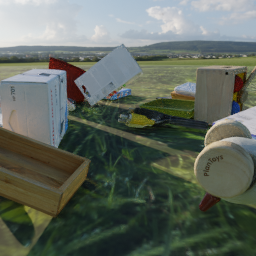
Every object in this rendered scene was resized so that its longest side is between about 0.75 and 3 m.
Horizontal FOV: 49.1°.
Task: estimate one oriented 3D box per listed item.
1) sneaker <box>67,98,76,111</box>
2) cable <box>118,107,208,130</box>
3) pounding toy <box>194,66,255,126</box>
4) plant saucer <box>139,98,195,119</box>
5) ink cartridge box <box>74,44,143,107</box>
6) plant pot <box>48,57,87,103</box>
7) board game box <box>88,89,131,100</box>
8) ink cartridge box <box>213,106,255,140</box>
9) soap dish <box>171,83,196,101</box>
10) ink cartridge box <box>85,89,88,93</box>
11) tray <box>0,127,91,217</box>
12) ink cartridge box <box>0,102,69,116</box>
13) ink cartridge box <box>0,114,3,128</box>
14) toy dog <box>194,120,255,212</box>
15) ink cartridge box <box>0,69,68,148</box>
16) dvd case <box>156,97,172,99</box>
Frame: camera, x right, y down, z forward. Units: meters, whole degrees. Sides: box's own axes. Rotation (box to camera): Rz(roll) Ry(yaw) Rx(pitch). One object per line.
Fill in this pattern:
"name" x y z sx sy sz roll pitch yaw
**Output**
"sneaker" -2.365 -1.056 11.669 0.471 0.443 1.149 -18 30 -27
"cable" 1.091 -0.146 8.999 2.751 0.692 1.336 13 -1 3
"pounding toy" 3.552 -1.343 9.683 1.675 2.169 2.356 11 19 34
"plant saucer" 1.706 -0.692 10.529 1.979 0.474 1.976 9 18 31
"ink cartridge box" -0.832 -2.236 12.219 2.684 1.462 0.676 -35 -5 8
"plant pot" -2.899 -2.104 13.115 1.794 2.035 2.033 8 11 -17
"board game box" -0.933 -1.859 14.906 1.497 0.362 1.979 8 18 26
"ink cartridge box" 3.005 0.162 6.582 2.074 0.792 1.415 -17 22 -26
"soap dish" 2.871 -1.408 12.195 1.477 0.762 1.877 16 25 28
"ink cartridge box" -3.269 -2.244 16.261 1.572 0.394 1.811 3 16 13
"tray" -2.142 0.539 4.834 2.686 0.497 1.325 18 18 6
"ink cartridge box" -3.710 -0.941 10.149 2.623 1.098 1.892 13 22 38
"ink cartridge box" -3.912 -0.112 8.589 1.644 0.414 0.896 8 18 30
"toy dog" 2.047 0.997 3.721 1.860 1.358 2.820 -10 33 -42
"ink cartridge box" -2.244 -0.466 7.150 1.059 1.806 2.467 1 17 -5
"dvd case" 2.564 -1.344 13.423 2.055 0.180 1.466 -7 16 -24
